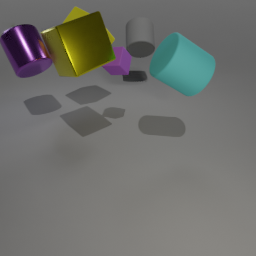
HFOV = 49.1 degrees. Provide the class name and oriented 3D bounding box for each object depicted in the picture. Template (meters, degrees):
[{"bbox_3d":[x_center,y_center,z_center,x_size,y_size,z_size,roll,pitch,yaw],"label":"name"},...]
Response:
[{"bbox_3d":[0.590,-4.408,13.723,1.400,1.400,1.400,-1,71,-1],"label":"cylinder"},{"bbox_3d":[-3.665,-2.754,10.142,1.400,1.400,1.400,-27,-2,-1],"label":"cylinder"},{"bbox_3d":[-0.372,-2.260,9.502,0.700,0.700,0.700,4,-14,27],"label":"cube"},{"bbox_3d":[-1.452,-2.402,8.182,1.400,1.400,1.400,-31,25,-25],"label":"cube"},{"bbox_3d":[1.588,-1.852,8.307,1.400,1.400,1.400,25,22,-24],"label":"cylinder"},{"bbox_3d":[-1.661,-3.501,10.821,1.400,1.400,1.400,38,1,31],"label":"cube"}]
